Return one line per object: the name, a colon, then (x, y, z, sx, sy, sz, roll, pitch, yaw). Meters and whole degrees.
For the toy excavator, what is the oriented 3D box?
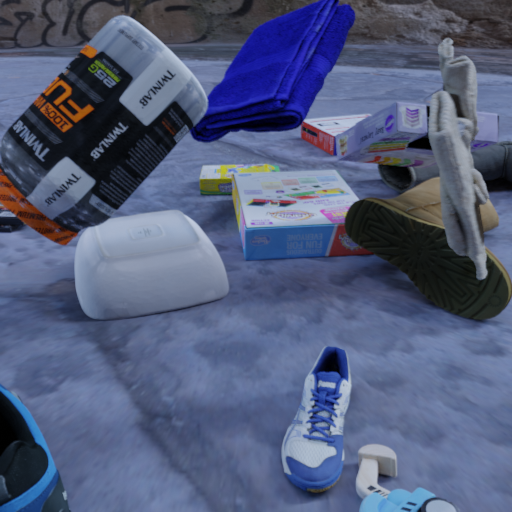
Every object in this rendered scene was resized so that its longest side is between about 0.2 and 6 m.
toy excavator: (1.194, 2.276, 5.000, 1.281, 0.658, 1.317, -21, 24, -39)

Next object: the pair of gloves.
pair of gloves: (2.367, -1.186, 6.368, 0.428, 2.077, 2.443, -5, 38, 25)

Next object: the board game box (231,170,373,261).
board game box: (0.817, -0.944, 11.439, 2.460, 0.648, 3.215, -2, 26, -5)

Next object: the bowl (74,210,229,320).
bowl: (-1.799, -0.002, 9.285, 2.404, 0.899, 2.408, -10, 29, -18)

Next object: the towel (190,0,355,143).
towel: (0.295, -3.690, 10.893, 2.562, 0.860, 3.469, 1, 49, 35)

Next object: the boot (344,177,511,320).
boot: (3.551, -0.421, 9.813, 2.998, 1.132, 3.424, 40, 34, 27)

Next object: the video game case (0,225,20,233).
video game case: (-5.295, -0.732, 11.620, 0.898, 0.127, 0.994, 2, 27, 4)

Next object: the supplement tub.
supplement tub: (-2.067, -1.556, 7.281, 2.718, 1.665, 1.665, -48, 38, -2)

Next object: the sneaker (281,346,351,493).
sneaker: (0.665, 1.653, 6.007, 0.662, 0.775, 1.759, 6, 28, 10)

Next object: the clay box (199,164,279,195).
clay box: (-0.379, -1.851, 13.529, 1.902, 0.453, 1.093, 0, 26, 0)

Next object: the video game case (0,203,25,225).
video game case: (-5.241, -0.976, 11.765, 1.377, 0.176, 1.244, 2, 27, 6)

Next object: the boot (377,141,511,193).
boot: (5.148, -2.065, 13.002, 3.646, 1.323, 3.315, -2, 11, -19)

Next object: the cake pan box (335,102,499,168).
cake pan box: (2.503, -1.872, 8.881, 1.812, 0.515, 1.967, 0, -3, -20)

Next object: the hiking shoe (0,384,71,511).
hiking shoe: (-2.750, 1.544, 5.320, 3.577, 1.551, 1.331, 24, 35, 39)

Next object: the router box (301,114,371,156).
router box: (2.959, -3.770, 17.271, 2.500, 0.611, 2.244, -9, 27, -18)
